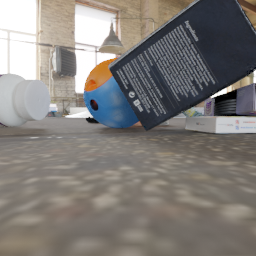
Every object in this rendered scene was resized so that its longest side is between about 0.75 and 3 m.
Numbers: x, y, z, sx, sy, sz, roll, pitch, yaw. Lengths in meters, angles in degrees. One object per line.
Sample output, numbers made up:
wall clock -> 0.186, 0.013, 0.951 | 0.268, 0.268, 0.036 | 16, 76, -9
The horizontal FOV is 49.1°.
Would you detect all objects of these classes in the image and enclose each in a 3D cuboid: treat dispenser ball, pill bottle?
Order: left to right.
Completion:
pill bottle -> -3.997, -0.851, 8.691 | 2.937, 1.649, 1.649 | 0, 3, 19
treat dispenser ball -> -0.275, -1.050, 8.485 | 2.137, 2.137, 2.137 | 0, 3, 0

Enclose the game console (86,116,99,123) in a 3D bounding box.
game console -> -0.832, -0.416, 13.651 | 1.624, 0.332, 2.754 | 1, 4, 33

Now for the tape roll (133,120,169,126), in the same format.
tape roll -> 0.596, -0.272, 10.353 | 1.834, 0.335, 1.834 | 0, 2, 0

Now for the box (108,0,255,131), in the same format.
box -> 1.472, -1.417, 6.299 | 2.642, 1.666, 2.687 | -33, -4, 26

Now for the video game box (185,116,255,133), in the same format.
video game box -> 2.182, -0.084, 6.106 | 1.397, 0.359, 1.533 | -2, 3, -11

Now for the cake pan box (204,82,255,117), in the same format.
cake pan box -> 3.473, -0.490, 6.910 | 2.611, 0.683, 2.404 | 5, -6, -11

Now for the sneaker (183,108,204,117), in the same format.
sneaker -> 1.987, -0.510, 8.839 | 1.228, 0.488, 0.801 | 35, 10, -25
